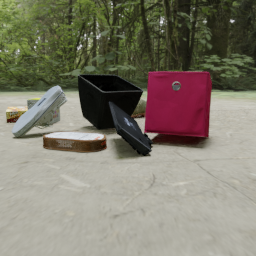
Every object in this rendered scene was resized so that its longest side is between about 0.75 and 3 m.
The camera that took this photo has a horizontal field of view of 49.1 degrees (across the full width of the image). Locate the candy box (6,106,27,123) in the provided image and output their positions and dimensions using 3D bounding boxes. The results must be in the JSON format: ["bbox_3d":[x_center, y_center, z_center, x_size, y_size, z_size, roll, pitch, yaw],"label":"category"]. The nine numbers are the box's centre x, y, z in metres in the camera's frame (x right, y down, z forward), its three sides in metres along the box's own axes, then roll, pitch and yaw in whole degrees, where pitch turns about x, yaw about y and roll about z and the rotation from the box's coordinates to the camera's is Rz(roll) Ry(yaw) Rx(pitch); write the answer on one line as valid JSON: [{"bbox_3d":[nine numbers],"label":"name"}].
[{"bbox_3d":[-5.077,-0.670,13.185,1.132,0.542,1.962,-3,10,-20],"label":"candy box"}]

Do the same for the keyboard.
[{"bbox_3d":[0.082,0.058,7.898,1.523,0.325,2.537,37,11,-17],"label":"keyboard"}]

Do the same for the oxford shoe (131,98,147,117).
[{"bbox_3d":[0.203,-1.054,13.959,2.820,1.041,0.998,-5,11,-28],"label":"oxford shoe"}]

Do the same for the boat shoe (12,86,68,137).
[{"bbox_3d":[-2.896,-0.370,9.660,0.844,0.974,2.284,4,48,42],"label":"boat shoe"}]

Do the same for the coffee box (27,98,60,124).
[{"bbox_3d":[-3.651,-0.768,12.210,1.072,1.060,1.070,1,10,5],"label":"coffee box"}]

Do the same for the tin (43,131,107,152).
[{"bbox_3d":[-1.484,0.361,7.756,1.866,0.391,1.045,3,14,18],"label":"tin"}]

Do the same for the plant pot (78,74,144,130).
[{"bbox_3d":[-0.809,-0.987,10.858,1.883,1.670,1.878,-9,33,-38],"label":"plant pot"}]

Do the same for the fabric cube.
[{"bbox_3d":[1.589,-0.661,8.604,1.761,1.790,1.795,5,0,20],"label":"fabric cube"}]
